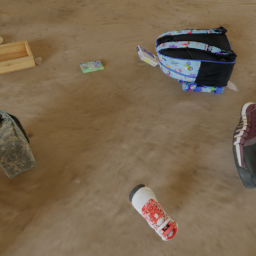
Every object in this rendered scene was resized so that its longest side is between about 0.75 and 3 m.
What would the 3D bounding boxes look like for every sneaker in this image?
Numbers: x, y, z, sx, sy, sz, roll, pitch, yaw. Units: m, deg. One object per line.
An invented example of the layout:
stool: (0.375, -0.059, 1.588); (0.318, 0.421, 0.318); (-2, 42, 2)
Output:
sneaker: (3.472, 0.152, 6.558); (1.635, 1.071, 2.830); (-13, 33, 36)
sneaker: (0.525, 1.572, 5.111); (0.448, 1.343, 0.720); (-41, 46, -14)

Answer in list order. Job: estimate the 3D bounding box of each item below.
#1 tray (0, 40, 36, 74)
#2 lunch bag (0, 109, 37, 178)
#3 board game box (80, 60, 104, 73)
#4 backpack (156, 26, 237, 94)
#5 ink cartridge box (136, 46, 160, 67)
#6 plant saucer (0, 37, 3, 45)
tray: (-4.875, -2.396, 10.063); (2.749, 0.509, 1.356); (-18, 47, -17)
lunch bag: (-2.867, 0.298, 6.788); (0.821, 1.145, 1.396); (-24, 49, -16)
board game box: (-1.316, -2.238, 10.168); (0.754, 0.110, 0.507); (-14, 46, -14)
backpack: (2.042, -2.229, 9.086); (2.355, 1.585, 2.150); (4, 44, 2)
ink cartridge box: (0.765, -2.602, 10.319); (0.865, 0.203, 0.855); (24, 30, -30)
plant saucer: (-5.581, -3.416, 11.333); (1.045, 0.185, 1.045); (0, 44, 0)
